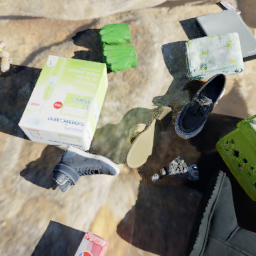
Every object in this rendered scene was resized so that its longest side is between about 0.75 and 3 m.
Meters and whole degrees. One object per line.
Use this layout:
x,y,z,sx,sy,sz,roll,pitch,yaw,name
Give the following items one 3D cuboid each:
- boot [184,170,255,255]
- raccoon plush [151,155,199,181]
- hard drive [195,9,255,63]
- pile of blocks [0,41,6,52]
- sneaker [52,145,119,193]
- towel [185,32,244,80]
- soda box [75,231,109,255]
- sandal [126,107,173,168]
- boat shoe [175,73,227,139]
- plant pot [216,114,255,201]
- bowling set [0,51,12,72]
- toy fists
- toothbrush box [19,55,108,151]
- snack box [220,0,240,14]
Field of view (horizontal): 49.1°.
3.043,2.841,7.607,2.381,1.082,2.834,25,57,6,boot
1.535,1.498,8.738,1.375,0.665,0.922,-39,81,13,raccoon plush
4.096,-3.692,11.426,1.806,0.426,2.589,-16,63,-8,hard drive
-5.222,-3.047,11.185,0.411,0.311,1.001,7,58,33,pile of blocks
-1.350,1.423,8.456,1.932,0.735,1.396,16,52,19,sneaker
3.182,-2.714,10.534,2.012,0.484,1.722,-5,68,16,towel
-1.220,3.776,7.299,0.627,0.692,1.977,22,64,12,soda box
0.475,0.235,9.270,0.863,0.962,2.623,12,50,40,sandal
2.590,-0.859,9.634,0.974,0.923,2.785,38,68,18,boat shoe
4.282,0.571,8.298,2.164,1.964,2.153,-23,64,-13,plant pot
-5.642,-2.816,10.379,2.267,1.578,1.217,-11,61,-10,bowling set
-0.479,-3.159,10.943,1.239,0.836,2.431,-5,60,-11,toy fists
-2.025,-0.874,9.474,2.085,1.233,2.864,11,64,6,toothbrush box
4.547,-5.348,12.481,0.345,0.117,0.959,-29,66,-15,snack box
